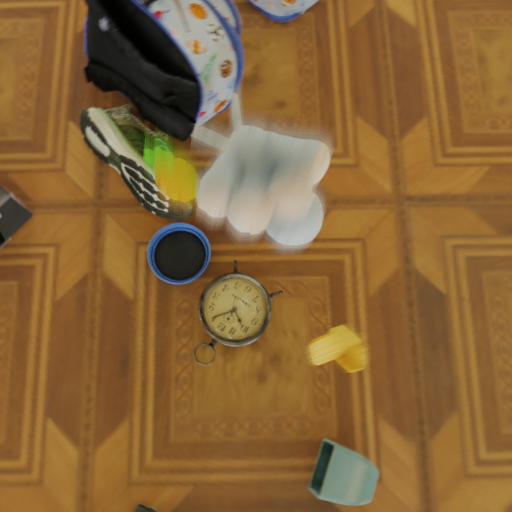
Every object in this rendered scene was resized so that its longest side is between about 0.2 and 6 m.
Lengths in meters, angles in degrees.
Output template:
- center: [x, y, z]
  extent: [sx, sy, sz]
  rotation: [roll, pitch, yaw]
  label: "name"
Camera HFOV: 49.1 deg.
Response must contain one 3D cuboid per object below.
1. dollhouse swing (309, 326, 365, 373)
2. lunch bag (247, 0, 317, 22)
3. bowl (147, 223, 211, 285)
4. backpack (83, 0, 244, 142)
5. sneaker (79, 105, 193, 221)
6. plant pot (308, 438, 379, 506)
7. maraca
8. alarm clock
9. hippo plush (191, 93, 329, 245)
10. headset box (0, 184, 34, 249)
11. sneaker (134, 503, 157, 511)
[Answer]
- center: [1.295, 1.584, 8.960]
  extent: [0.611, 0.695, 0.631]
  rotation: [-29, 41, -20]
  label: "dollhouse swing"
- center: [0.787, -6.783, 12.021]
  extent: [2.521, 1.189, 3.146]
  rotation: [43, 80, 12]
  label: "lunch bag"
- center: [-1.467, -0.028, 10.706]
  extent: [1.200, 0.236, 1.200]
  rotation: [0, 75, 0]
  label: "bowl"
- center: [-1.654, -3.843, 10.477]
  extent: [2.437, 3.164, 3.014]
  rotation: [-37, 82, -22]
  label: "backpack"
- center: [-2.069, -1.985, 10.855]
  extent: [1.318, 1.144, 2.976]
  rotation: [-38, 79, -29]
  label: "sneaker"
- center: [1.517, 3.695, 9.418]
  extent: [0.913, 0.894, 0.897]
  rotation: [20, 76, -1]
  label: "plant pot"
- center: [-1.358, -1.328, 9.083]
  extent: [0.791, 1.154, 0.617]
  rotation: [-2, 51, 38]
  label: "maraca"
- center: [-0.490, 1.146, 10.187]
  extent: [1.303, 0.643, 1.932]
  rotation: [34, 76, 8]
  label: "alarm clock"
- center: [0.049, -0.949, 9.254]
  extent: [2.496, 2.006, 1.988]
  rotation: [35, 71, 31]
  label: "hippo plush"
- center: [-5.898, -0.864, 10.468]
  extent: [2.908, 1.123, 2.164]
  rotation: [39, 79, 11]
  label: "headset box"
- center: [-2.115, 6.175, 8.630]
  extent: [2.058, 1.185, 3.946]
  rotation: [31, 72, 7]
  label: "sneaker"
